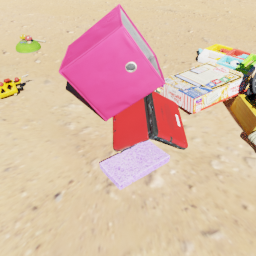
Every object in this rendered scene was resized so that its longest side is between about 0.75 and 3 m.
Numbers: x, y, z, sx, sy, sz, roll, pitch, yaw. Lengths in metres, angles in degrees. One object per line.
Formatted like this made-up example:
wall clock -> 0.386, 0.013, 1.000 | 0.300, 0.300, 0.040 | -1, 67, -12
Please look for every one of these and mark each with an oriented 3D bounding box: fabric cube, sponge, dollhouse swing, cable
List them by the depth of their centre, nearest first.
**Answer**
sponge -> 0.188, 0.885, 7.216 | 1.613, 0.241, 0.900 | -25, 44, -27
dollhouse swing -> 4.569, -0.943, 8.092 | 2.266, 1.992, 2.060 | -5, 39, -4
fabric cube -> -0.454, -1.980, 8.515 | 2.183, 2.149, 2.190 | -31, 32, 18
cable -> 4.478, -1.834, 9.151 | 0.560, 2.203, 1.797 | 37, 7, 9

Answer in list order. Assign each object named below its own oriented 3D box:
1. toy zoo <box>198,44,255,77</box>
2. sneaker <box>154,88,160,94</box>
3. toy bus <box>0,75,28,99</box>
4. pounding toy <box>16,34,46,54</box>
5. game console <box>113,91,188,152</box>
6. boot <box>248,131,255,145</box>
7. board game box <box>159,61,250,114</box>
toy zoo -> 4.221, -2.984, 11.950 | 2.683, 0.275, 1.760 | 28, 47, 29
sneaker -> 0.882, -1.579, 10.087 | 0.551, 0.477, 1.221 | -13, 42, -24
toy bus -> -4.048, -1.376, 9.744 | 1.091, 0.564, 1.029 | -18, 8, 22
pounding toy -> -4.598, -4.052, 12.947 | 1.131, 0.680, 1.465 | 6, 40, 7
game console -> 0.614, -0.078, 8.336 | 1.770, 1.219, 2.053 | 23, 38, -22
boot -> 4.206, 0.423, 7.562 | 1.549, 0.558, 1.198 | -11, 39, -12
board game box -> 2.572, -1.490, 9.643 | 2.477, 0.574, 1.877 | -23, 38, -22
